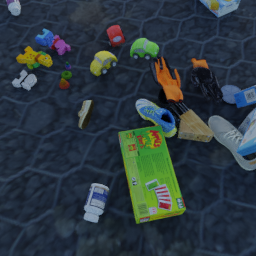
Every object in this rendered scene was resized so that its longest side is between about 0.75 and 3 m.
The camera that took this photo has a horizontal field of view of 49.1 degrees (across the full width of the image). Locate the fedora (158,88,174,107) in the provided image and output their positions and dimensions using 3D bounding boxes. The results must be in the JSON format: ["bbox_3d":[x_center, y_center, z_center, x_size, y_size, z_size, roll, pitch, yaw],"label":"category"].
[{"bbox_3d":[1.494,-1.133,10.167,0.862,0.394,0.862,-16,63,34],"label":"fedora"}]

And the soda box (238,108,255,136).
[{"bbox_3d":[5.093,0.538,8.956,0.936,1.007,2.950,-39,68,-19],"label":"soda box"}]

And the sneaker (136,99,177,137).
[{"bbox_3d":[0.997,-0.542,9.572,0.699,0.969,1.845,-40,69,-19],"label":"sneaker"}]

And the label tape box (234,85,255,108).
[{"bbox_3d":[4.833,-1.268,9.708,1.789,1.290,0.566,-15,87,-11],"label":"label tape box"}]

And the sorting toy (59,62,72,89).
[{"bbox_3d":[-2.407,-2.069,10.744,0.405,0.402,1.168,4,62,3],"label":"sorting toy"}]

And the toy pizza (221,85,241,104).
[{"bbox_3d":[3.843,-1.242,10.437,0.858,0.136,0.858,0,60,0],"label":"toy pizza"}]

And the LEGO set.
[{"bbox_3d":[-3.183,-2.689,10.706,1.167,1.085,2.845,26,65,14],"label":"LEGO set"}]

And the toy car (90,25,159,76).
[{"bbox_3d":[-0.062,-3.160,10.883,2.549,0.604,2.709,7,60,22],"label":"toy car"}]

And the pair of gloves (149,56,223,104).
[{"bbox_3d":[2.131,-1.766,10.236,2.671,0.330,2.380,1,53,-19],"label":"pair of gloves"}]

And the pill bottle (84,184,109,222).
[{"bbox_3d":[-0.954,2.216,8.283,0.568,0.568,1.024,12,62,6],"label":"pill bottle"}]

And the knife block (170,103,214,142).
[{"bbox_3d":[2.170,-0.284,9.696,1.539,0.492,1.351,8,63,5],"label":"knife block"}]

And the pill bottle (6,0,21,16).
[{"bbox_3d":[-5.121,-5.506,12.566,0.528,0.528,0.940,-18,63,-10],"label":"pill bottle"}]

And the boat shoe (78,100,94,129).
[{"bbox_3d":[-1.544,-0.479,9.895,0.384,0.428,1.158,7,58,17],"label":"boat shoe"}]

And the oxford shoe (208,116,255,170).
[{"bbox_3d":[3.518,0.375,9.268,0.833,0.640,2.216,-27,62,-11],"label":"oxford shoe"}]

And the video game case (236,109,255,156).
[{"bbox_3d":[3.271,-0.559,6.070,0.208,1.676,2.342,31,72,0],"label":"video game case"}]

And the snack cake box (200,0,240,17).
[{"bbox_3d":[4.016,-6.069,12.791,1.139,0.666,1.981,-29,65,-14],"label":"snack cake box"}]

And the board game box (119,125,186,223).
[{"bbox_3d":[0.657,1.356,8.699,1.420,0.666,2.795,-10,62,-5],"label":"board game box"}]
